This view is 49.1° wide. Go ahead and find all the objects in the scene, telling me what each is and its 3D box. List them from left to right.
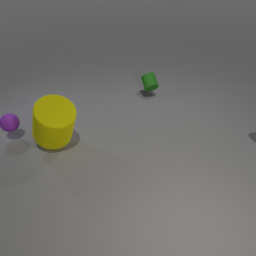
[{"bbox_3d":[-4.390,-0.199,10.390,0.700,0.700,0.700,0,31,0],"label":"ball"},{"bbox_3d":[-2.572,-0.193,9.692,1.400,1.400,1.400,10,53,-13],"label":"cylinder"},{"bbox_3d":[1.073,-2.258,13.743,0.700,0.700,0.700,-12,74,-18],"label":"cylinder"}]
